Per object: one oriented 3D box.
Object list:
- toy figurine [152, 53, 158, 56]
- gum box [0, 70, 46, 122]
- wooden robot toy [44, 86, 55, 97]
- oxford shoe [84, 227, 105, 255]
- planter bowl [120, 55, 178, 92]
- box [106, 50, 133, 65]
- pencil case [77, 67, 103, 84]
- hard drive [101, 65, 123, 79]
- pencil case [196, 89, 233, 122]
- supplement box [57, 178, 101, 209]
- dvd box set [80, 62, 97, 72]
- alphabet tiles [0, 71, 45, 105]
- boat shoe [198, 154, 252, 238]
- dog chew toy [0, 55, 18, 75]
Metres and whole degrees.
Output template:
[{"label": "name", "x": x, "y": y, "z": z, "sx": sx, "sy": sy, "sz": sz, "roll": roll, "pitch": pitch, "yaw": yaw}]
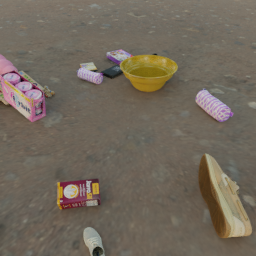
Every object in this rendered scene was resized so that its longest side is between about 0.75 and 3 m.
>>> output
[{"label": "toy figurine", "x": 1.611, "y": -3.396, "z": 15.092, "sx": 1.225, "sy": 0.866, "sz": 1.244, "roll": 20, "pitch": 40, "yaw": 25}, {"label": "gum box", "x": -4.315, "y": -1.314, "z": 11.637, "sx": 2.168, "sy": 1.230, "sz": 0.717, "roll": 35, "pitch": 47, "yaw": 24}, {"label": "wooden robot toy", "x": -3.688, "y": -1.656, "z": 13.257, "sx": 0.412, "sy": 0.400, "sz": 0.908, "roll": 17, "pitch": 18, "yaw": -43}, {"label": "oxford shoe", "x": -0.831, "y": 2.869, "z": 6.934, "sx": 0.406, "sy": 0.312, "sz": 1.080, "roll": -16, "pitch": 37, "yaw": -16}, {"label": "planter bowl", "x": 0.983, "y": -2.537, "z": 13.673, "sx": 2.750, "sy": 1.145, "sz": 2.750, "roll": 0, "pitch": 35, "yaw": 0}, {"label": "box", "x": -0.428, "y": -4.211, "z": 16.685, "sx": 1.080, "sy": 0.309, "sz": 1.579, "roll": -21, "pitch": 41, "yaw": -26}, {"label": "pencil case", "x": -1.933, "y": -2.678, "z": 14.319, "sx": 1.401, "sy": 0.588, "sz": 0.599, "roll": 24, "pitch": 87, "yaw": 27}, {"label": "hard drive", "x": -0.754, "y": -3.061, "z": 15.191, "sx": 0.860, "sy": 0.203, "sz": 1.233, "roll": 26, "pitch": 43, "yaw": 31}, {"label": "pencil case", "x": 3.598, "y": -0.961, "z": 11.904, "sx": 0.747, "sy": 0.733, "sz": 1.747, "roll": 3, "pitch": 34, "yaw": -27}, {"label": "supplement box", "x": -1.388, "y": 1.874, "z": 7.983, "sx": 1.171, "sy": 0.502, "sz": 0.646, "roll": -5, "pitch": 57, "yaw": -6}, {"label": "dvd box set", "x": -2.204, "y": -3.368, "z": 15.667, "sx": 0.760, "sy": 0.153, "sz": 1.039, "roll": -12, "pitch": 37, "yaw": -16}, {"label": "alphabet tiles", "x": -5.436, "y": -1.863, "z": 12.986, "sx": 1.976, "sy": 0.089, "sz": 2.364, "roll": 37, "pitch": 48, "yaw": 26}, {"label": "boat shoe", "x": 2.657, "y": 1.838, "z": 7.934, "sx": 0.841, "sy": 0.930, "sz": 2.608, "roll": 2, "pitch": 45, "yaw": -7}, {"label": "dog chew toy", "x": -6.477, "y": -3.047, "z": 14.418, "sx": 1.967, "sy": 1.225, "sz": 1.225, "roll": 28, "pitch": 44, "yaw": 21}]
